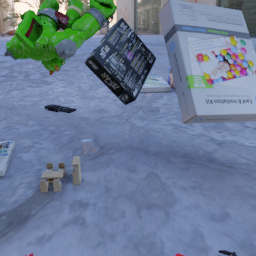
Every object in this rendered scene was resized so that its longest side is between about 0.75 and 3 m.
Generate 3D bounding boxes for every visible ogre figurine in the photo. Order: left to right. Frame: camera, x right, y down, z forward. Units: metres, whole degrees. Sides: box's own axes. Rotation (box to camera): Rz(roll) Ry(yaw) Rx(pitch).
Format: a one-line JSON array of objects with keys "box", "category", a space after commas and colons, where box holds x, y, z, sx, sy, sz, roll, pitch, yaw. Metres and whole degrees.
[{"box": [-1.455, -1.831, 5.284, 2.299, 1.128, 1.378, 18, 62, 14], "category": "ogre figurine"}]

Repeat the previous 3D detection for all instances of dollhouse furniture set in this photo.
[{"box": [-1.527, 0.990, 6.379, 0.859, 0.559, 0.789, -1, 22, -3], "category": "dollhouse furniture set"}]

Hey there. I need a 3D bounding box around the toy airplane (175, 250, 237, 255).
[{"box": [1.213, 2.204, 3.813, 1.647, 0.303, 1.647, -1, 22, 0], "category": "toy airplane"}]

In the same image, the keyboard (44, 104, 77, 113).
[{"box": [-2.743, -0.842, 11.162, 1.308, 0.259, 0.681, 10, 25, 25], "category": "keyboard"}]

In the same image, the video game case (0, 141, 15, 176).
[{"box": [-4.020, 0.840, 7.206, 1.859, 0.205, 1.695, -6, 23, -11], "category": "video game case"}]

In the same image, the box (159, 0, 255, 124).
[{"box": [1.996, -1.508, 6.426, 2.172, 2.786, 0.574, -2, -17, -23], "category": "box"}]

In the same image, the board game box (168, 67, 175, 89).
[{"box": [3.145, -2.430, 13.991, 1.604, 0.975, 2.012, -7, 24, -17], "category": "board game box"}]

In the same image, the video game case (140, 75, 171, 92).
[{"box": [0.583, -2.320, 14.594, 2.797, 0.308, 2.550, -2, 23, -5], "category": "video game case"}]

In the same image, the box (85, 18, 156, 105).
[{"box": [-0.094, -1.539, 6.377, 0.358, 1.319, 1.646, -23, 33, 44], "category": "box"}]

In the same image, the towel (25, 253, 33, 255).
[{"box": [-1.764, 2.186, 4.142, 0.766, 0.086, 0.554, -9, 26, -16], "category": "towel"}]
